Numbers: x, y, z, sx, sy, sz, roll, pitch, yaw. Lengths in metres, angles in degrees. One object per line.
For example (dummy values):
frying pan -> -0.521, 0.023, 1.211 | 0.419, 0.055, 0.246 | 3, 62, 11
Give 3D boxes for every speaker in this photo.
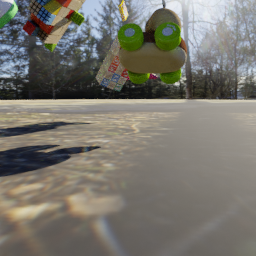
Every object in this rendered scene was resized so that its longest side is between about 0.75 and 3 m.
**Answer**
speaker -> -3.562, -3.263, 6.009 | 1.031, 1.031, 2.332 | 6, -30, 39

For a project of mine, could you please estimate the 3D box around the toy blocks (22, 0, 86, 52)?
toy blocks -> -1.792, -2.839, 6.742 | 1.035, 2.070, 1.415 | 40, 19, -2

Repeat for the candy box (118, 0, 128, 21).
candy box -> -0.200, -4.826, 11.502 | 0.161, 0.622, 1.217 | -12, 31, 12

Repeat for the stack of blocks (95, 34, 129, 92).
stack of blocks -> -0.160, -2.485, 10.547 | 1.235, 2.144, 0.628 | 15, 27, -36

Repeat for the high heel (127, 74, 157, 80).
high heel -> 0.319, -2.129, 12.067 | 1.804, 0.867, 0.608 | 15, 11, 5

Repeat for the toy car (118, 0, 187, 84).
toy car -> 0.662, -2.352, 6.844 | 1.593, 2.019, 1.659 | 3, -23, 12
